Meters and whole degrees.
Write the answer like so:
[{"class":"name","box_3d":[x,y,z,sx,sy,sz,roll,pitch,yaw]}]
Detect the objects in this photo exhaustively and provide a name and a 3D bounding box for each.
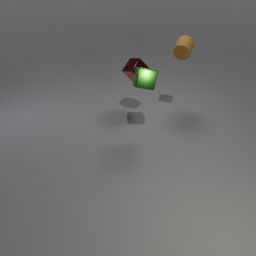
[{"class":"cube","box_3d":[0.596,-1.786,10.078,0.700,0.700,0.700,8,14,-11]},{"class":"cylinder","box_3d":[2.212,-3.177,11.104,0.700,0.700,0.700,12,54,18]},{"class":"cube","box_3d":[0.320,-2.395,11.567,0.700,0.700,0.700,19,74,52]}]
